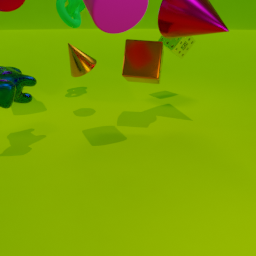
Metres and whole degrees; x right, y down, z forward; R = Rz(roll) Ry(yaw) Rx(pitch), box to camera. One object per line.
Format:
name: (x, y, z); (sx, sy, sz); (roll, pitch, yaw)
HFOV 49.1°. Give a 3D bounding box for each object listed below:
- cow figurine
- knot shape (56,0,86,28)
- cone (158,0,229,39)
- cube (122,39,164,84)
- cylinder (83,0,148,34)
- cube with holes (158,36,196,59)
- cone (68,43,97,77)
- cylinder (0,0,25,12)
cow figurine: (-2.815, -0.955, 6.205); (1.517, 0.833, 1.493); (32, 20, 32)
knot shape: (-1.980, -4.338, 9.878); (0.861, 1.863, 1.743); (13, 61, -7)
cone: (1.946, -2.839, 7.326); (1.660, 1.660, 1.666); (-19, 47, -39)
cube: (0.437, -1.817, 7.800); (0.992, 0.992, 0.992); (6, 2, 8)
cylinder: (-0.312, -2.500, 5.162); (1.065, 1.065, 1.065); (-11, 59, -25)
cube with holes: (1.832, -3.262, 10.483); (0.831, 0.831, 0.831); (16, 26, -53)
cone: (-1.558, -2.170, 8.414); (0.911, 0.915, 0.911); (-18, 41, 16)
cylinder: (-3.335, -3.761, 7.293); (1.202, 1.202, 1.202); (-11, 35, -25)
